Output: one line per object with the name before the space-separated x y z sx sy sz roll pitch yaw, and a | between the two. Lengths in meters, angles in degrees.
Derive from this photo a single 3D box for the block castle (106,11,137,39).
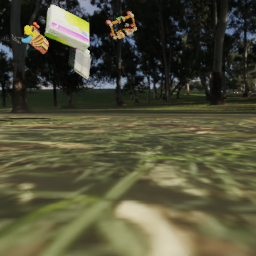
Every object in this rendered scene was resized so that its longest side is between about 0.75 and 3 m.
block castle | -0.200 -3.152 8.624 0.867 0.580 0.407 -26 38 -7

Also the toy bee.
toy bee | -2.956 -2.886 8.677 1.451 0.789 0.950 31 -5 7

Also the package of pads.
package of pads | -2.243 -3.732 10.499 1.633 1.262 0.557 16 -34 -35

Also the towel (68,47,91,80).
towel | -2.113 -3.054 12.440 0.247 1.379 1.432 -9 -22 26
